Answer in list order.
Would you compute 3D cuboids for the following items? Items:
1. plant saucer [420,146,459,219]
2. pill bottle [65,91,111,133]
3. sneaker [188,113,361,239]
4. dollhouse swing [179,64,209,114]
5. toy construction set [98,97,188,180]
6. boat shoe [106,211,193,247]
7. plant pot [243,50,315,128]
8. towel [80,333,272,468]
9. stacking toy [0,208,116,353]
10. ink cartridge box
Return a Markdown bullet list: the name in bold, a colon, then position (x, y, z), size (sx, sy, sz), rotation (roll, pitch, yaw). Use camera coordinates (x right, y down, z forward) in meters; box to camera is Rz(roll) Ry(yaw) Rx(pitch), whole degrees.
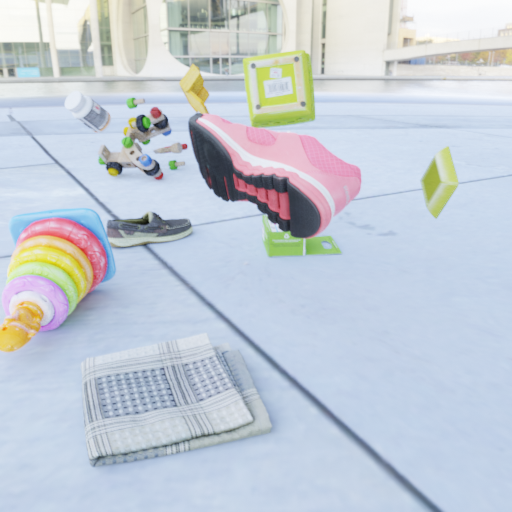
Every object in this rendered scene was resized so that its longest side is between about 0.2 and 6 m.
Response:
- **plant saucer**: position (2.403, -0.984, 7.468), size (0.172, 0.718, 0.717), rotation (6, 54, -7)
- **pill bottle**: position (-2.814, -2.409, 9.383), size (0.426, 0.426, 0.731), rotation (13, -13, 31)
- **sneaker**: position (0.215, -1.319, 8.073), size (1.314, 1.116, 3.029), rotation (-33, 51, -27)
- **dollhouse swing**: position (-1.310, -4.002, 13.833), size (0.860, 0.889, 0.978), rotation (29, -11, 18)
- **toy construction set**: position (-3.777, -3.455, 18.024), size (2.172, 2.357, 2.827), rotation (-5, -2, 21)
- **boat shoe**: position (-2.271, -0.637, 12.071), size (1.959, 0.644, 0.700), rotation (-12, 24, -29)
- **plant pot**: position (0.486, -3.590, 12.055), size (1.530, 1.522, 1.388), rotation (-6, 11, 6)
- **towel**: position (-1.014, 1.591, 6.678), size (2.039, 0.352, 1.964), rotation (-6, 22, -17)
- **stacking toy**: position (-3.202, 0.523, 8.394), size (1.581, 1.495, 2.724), rotation (-6, 31, 3)
- **ink cartridge box**: position (0.930, -0.451, 11.678), size (1.535, 0.581, 1.134), rotation (-3, 21, -5)
